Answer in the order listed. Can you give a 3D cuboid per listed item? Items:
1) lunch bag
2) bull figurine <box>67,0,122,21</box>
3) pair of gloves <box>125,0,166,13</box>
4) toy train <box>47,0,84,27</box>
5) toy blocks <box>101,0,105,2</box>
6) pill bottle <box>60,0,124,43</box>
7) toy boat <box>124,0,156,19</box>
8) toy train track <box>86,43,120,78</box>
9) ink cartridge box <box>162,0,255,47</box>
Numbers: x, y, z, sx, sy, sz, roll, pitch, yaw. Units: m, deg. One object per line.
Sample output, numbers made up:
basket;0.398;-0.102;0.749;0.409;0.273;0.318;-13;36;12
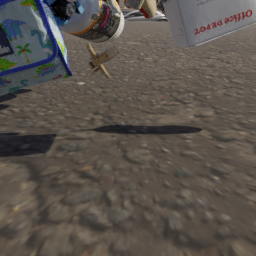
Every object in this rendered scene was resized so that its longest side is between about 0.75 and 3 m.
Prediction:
lunch bag;-1.378;-0.996;3.211;1.180;0.884;1.387;-16;-16;-3
bull figurine;-0.206;-1.912;3.473;1.582;0.960;0.515;-24;-8;27
pair of gloves;0.785;-3.634;7.156;1.624;1.381;0.285;18;4;25
toy train;-1.994;-3.335;6.747;2.239;0.971;1.279;27;78;24
toy blocks;-0.464;-3.352;5.847;1.496;1.601;1.348;0;12;-17
pill bottle;-1.196;-3.686;9.022;1.687;1.687;2.899;8;11;16
toy boat;0.324;-3.756;8.280;0.903;0.902;1.382;-3;9;12
toy train track;-0.666;-1.574;6.537;0.269;0.950;1.656;-38;16;-21
ink cartridge box;1.617;-3.182;6.036;1.756;2.398;1.030;-21;20;-5
